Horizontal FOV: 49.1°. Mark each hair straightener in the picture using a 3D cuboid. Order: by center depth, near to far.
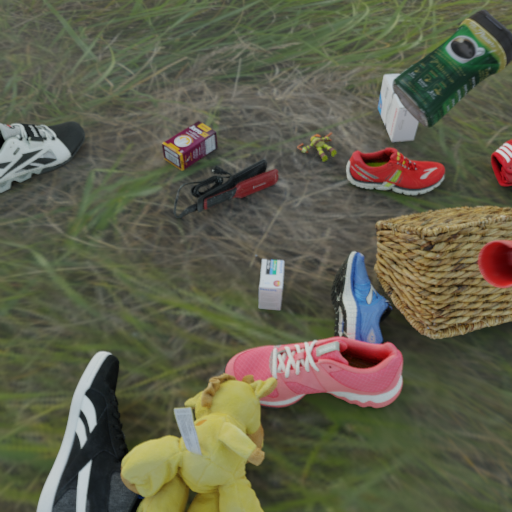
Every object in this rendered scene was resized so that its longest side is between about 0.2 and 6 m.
[{"bbox_3d":[-0.759,-1.508,12.238,2.464,0.504,0.948,-29,55,-17],"label":"hair straightener"}]

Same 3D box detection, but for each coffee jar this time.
[{"bbox_3d":[3.315,-3.119,9.317,1.926,0.822,1.005,-39,66,10],"label":"coffee jar"}]

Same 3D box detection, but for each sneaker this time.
[{"bbox_3d":[-2.067,2.798,8.347,1.477,0.965,2.641,9,59,3],"label":"sneaker"},{"bbox_3d":[0.927,1.684,8.970,2.922,1.267,1.077,0,50,1],"label":"sneaker"},{"bbox_3d":[1.903,0.842,10.109,0.932,0.821,2.090,12,53,-10],"label":"sneaker"},{"bbox_3d":[6.258,-1.668,12.126,1.505,1.021,2.605,-32,44,-14],"label":"sneaker"},{"bbox_3d":[3.071,-1.905,12.188,2.163,0.919,0.833,1,50,1],"label":"sneaker"},{"bbox_3d":[-5.136,-2.484,12.481,1.061,1.268,2.865,35,57,27],"label":"sneaker"}]

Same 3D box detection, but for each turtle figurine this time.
[{"bbox_3d":[1.539,-2.613,13.173,0.988,0.318,0.797,-24,54,-19],"label":"turtle figurine"}]

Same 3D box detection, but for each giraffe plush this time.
[{"bbox_3d":[-0.576,2.626,7.969,2.093,2.426,1.967,11,22,12],"label":"giraffe plush"}]

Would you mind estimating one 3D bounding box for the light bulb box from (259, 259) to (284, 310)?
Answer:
[{"bbox_3d":[0.279,0.531,10.317,0.424,0.679,0.673,4,50,3],"label":"light bulb box"}]

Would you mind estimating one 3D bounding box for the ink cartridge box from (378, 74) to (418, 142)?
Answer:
[{"bbox_3d":[3.449,-3.577,13.527,0.580,1.005,1.385,-5,50,-4],"label":"ink cartridge box"}]

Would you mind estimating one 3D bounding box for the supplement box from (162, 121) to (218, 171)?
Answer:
[{"bbox_3d":[-1.528,-2.563,13.010,0.641,0.497,1.161,35,58,26],"label":"supplement box"}]

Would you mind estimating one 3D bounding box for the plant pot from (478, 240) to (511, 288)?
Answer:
[{"bbox_3d":[3.502,0.070,7.655,0.592,0.669,0.669,-10,49,-31],"label":"plant pot"}]

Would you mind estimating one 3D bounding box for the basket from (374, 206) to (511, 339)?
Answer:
[{"bbox_3d":[3.520,0.198,10.201,2.625,1.956,1.874,-11,12,-23],"label":"basket"}]
